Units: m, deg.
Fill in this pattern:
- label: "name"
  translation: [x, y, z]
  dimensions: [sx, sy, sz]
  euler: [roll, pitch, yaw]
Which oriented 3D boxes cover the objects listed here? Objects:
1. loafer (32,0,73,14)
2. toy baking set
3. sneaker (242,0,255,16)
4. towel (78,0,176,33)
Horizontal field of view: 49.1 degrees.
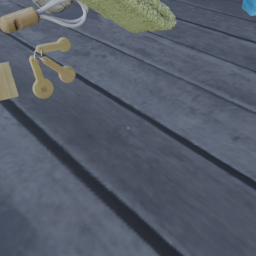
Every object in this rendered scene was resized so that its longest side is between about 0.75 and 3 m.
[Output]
- label: "loafer"
  translation: [-2.558, -3.711, 6.392]
  dimensions: [1.031, 2.954, 1.033]
  euler: [-18, 56, 30]
- label: "toy baking set"
  translation: [-1.666, -1.622, 4.530]
  dimensions: [2.010, 2.618, 0.305]
  euler: [5, 20, -37]
- label: "sneaker"
  translation: [2.733, -2.641, 5.772]
  dimensions: [0.547, 0.518, 1.355]
  euler: [5, 43, 4]
- label: "towel"
  translation: [-0.202, -1.426, 2.984]
  dimensions: [1.364, 0.249, 1.012]
  euler: [23, 5, -29]
